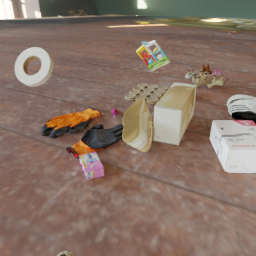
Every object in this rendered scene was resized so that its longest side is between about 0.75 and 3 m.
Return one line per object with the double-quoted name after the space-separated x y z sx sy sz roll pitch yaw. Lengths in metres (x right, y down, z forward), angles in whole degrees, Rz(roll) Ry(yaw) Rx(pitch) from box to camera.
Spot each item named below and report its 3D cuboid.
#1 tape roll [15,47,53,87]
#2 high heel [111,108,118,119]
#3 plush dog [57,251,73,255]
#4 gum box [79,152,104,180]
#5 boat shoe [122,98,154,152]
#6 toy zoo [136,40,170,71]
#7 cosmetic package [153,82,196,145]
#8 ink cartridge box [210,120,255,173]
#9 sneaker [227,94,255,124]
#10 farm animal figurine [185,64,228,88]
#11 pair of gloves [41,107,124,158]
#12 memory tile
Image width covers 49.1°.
-3.444 -2.242 10.275 1.462 1.462 0.267 7 -9 13 "tape roll"
-0.566 -0.754 11.787 0.289 0.411 0.857 0 28 0 "high heel"
-0.957 2.769 5.052 0.803 0.750 0.935 8 55 -14 "plush dog"
-1.109 1.101 8.382 0.538 0.313 0.947 -10 29 -18 "gum box"
0.427 -0.113 10.042 1.023 0.960 2.775 -36 23 26 "boat shoe"
1.089 -3.342 12.738 1.015 1.546 0.158 -22 43 32 "toy zoo"
1.809 -0.631 10.519 0.958 1.417 2.695 11 31 20 "cosmetic package"
3.582 0.524 8.935 1.433 0.809 1.956 0 28 1 "ink cartridge box"
5.473 -0.584 11.085 2.860 1.079 1.645 -1 36 15 "sneaker"
4.126 -2.571 14.851 1.712 0.903 1.731 -17 38 -6 "farm animal figurine"
-1.564 0.007 10.413 2.999 0.371 2.672 25 37 38 "pair of gloves"
0.955 -1.739 13.900 1.722 0.189 2.247 11 31 21 "memory tile"
